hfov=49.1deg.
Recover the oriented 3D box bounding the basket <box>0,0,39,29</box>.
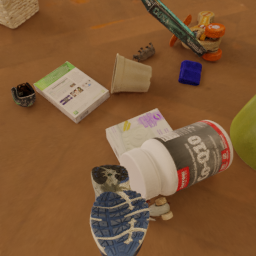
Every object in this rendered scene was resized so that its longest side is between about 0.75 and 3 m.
[{"bbox_3d":[-5.355,-5.653,11.592,2.848,1.757,1.930,27,60,16],"label":"basket"}]

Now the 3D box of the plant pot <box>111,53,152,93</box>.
[{"bbox_3d":[0.128,-1.718,9.355,1.207,1.319,1.319,8,56,-7],"label":"plant pot"}]

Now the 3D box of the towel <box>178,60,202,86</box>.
[{"bbox_3d":[2.242,-2.000,10.042,0.770,0.258,1.042,11,57,8],"label":"towel"}]

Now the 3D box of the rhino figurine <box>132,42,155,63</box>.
[{"bbox_3d":[0.589,-2.787,10.522,1.057,0.316,0.462,-34,85,-19],"label":"rhino figurine"}]

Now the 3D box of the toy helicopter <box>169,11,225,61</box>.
[{"bbox_3d":[2.787,-3.856,11.001,1.966,1.173,2.973,8,45,16],"label":"toy helicopter"}]

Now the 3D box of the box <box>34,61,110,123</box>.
[{"bbox_3d":[-1.906,-1.267,9.491,2.133,0.388,1.539,38,64,21],"label":"box"}]

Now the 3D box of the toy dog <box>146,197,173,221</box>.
[{"bbox_3d":[0.652,2.044,7.095,1.085,0.523,0.716,1,94,28],"label":"toy dog"}]

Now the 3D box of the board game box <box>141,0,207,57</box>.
[{"bbox_3d":[1.251,-3.051,8.001,2.234,0.315,1.511,27,31,-35],"label":"board game box"}]

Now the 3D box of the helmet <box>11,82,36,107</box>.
[{"bbox_3d":[-3.370,-1.042,9.105,0.763,0.763,0.728,-31,92,-19],"label":"helmet"}]

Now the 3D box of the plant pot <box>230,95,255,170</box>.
[{"bbox_3d":[4.460,-0.414,7.438,2.635,2.817,2.635,0,56,0],"label":"plant pot"}]

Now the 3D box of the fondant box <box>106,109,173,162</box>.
[{"bbox_3d":[0.398,0.304,8.342,1.781,0.519,1.285,-22,59,-15],"label":"fondant box"}]

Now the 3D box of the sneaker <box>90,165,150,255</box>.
[{"bbox_3d":[-0.118,1.118,3.505,0.664,0.734,1.723,-4,19,-5],"label":"sneaker"}]

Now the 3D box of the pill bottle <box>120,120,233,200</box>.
[{"bbox_3d":[1.234,0.826,7.190,2.601,1.481,1.481,-18,58,-23],"label":"pill bottle"}]
